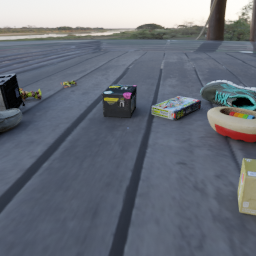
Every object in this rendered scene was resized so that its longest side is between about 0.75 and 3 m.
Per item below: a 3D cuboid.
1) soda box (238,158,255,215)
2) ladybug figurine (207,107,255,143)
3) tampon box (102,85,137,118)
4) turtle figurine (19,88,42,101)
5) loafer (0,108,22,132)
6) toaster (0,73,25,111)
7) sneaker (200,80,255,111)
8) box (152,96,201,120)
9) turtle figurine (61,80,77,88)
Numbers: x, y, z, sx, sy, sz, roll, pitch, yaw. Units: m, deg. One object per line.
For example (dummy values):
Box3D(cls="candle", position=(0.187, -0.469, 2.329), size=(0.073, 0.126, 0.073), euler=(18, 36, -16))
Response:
Box3D(cls="soda box", position=(3.101, 1.133, 4.744), size=(2.243, 0.760, 0.718), euler=(6, 22, 17))
Box3D(cls="ladybug figurine", position=(3.193, -0.086, 7.936), size=(1.965, 0.707, 1.334), euler=(19, 29, 40))
Box3D(cls="tampon box", position=(-0.272, -0.989, 10.070), size=(1.014, 0.854, 1.353), euler=(3, 22, 9))
Box3D(cls="turtle figurine", position=(-4.233, -1.377, 11.565), size=(1.232, 0.492, 1.528), euler=(-1, 12, -24))
Box3D(cls="loafer", position=(-4.032, -0.237, 8.208), size=(0.794, 0.792, 2.271), euler=(9, 23, 21))
Box3D(cls="toaster", position=(-4.390, -1.129, 9.937), size=(0.831, 1.401, 1.267), euler=(-1, 29, 4))
Box3D(cls="sneaker", position=(3.866, -1.180, 10.540), size=(2.474, 0.960, 1.129), euler=(12, 28, 31))
Box3D(cls="box", position=(1.793, -0.756, 10.193), size=(1.014, 0.320, 1.843), euler=(16, 26, 36))
Box3D(cls="turtle figurine", position=(-2.992, -2.262, 14.115), size=(0.691, 0.276, 0.857), euler=(-14, 25, -32))
